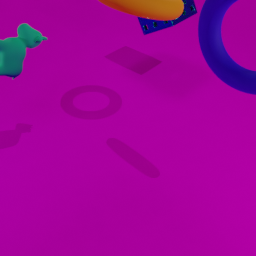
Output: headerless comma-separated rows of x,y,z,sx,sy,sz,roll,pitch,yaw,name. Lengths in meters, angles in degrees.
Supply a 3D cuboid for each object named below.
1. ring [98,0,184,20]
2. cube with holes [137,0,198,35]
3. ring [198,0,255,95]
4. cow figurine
0.214,-2.712,5.820,1.943,0.389,1.943,11,34,-7,ring
1.152,-4.000,9.045,1.333,1.333,1.333,-37,24,-31,cube with holes
1.655,-1.211,3.720,0.336,1.680,1.680,-34,53,-27,ring
-1.994,-1.383,5.094,0.987,1.004,0.551,-4,16,-29,cow figurine
